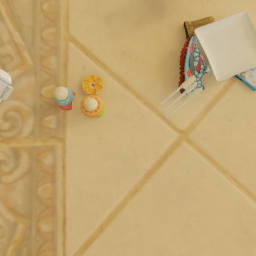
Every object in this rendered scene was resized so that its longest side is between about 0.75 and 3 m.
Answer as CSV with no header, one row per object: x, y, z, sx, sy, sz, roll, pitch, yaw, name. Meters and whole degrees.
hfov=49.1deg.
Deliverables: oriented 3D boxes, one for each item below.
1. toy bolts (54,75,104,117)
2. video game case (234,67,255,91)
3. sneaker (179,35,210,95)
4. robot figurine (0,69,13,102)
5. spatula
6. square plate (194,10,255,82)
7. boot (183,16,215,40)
-1.302,-0.948,7.522,1.336,0.927,1.276,5,82,1,toy bolts
3.337,-2.100,8.070,1.806,0.161,1.293,39,84,5,video game case
1.875,-1.733,7.847,0.800,0.664,1.675,4,91,-7,sneaker
-3.655,-1.139,7.692,0.968,0.645,1.142,26,83,0,robot figurine
1.352,-0.808,7.275,1.168,0.094,0.812,-40,39,23,spatula
2.908,-2.300,7.901,1.639,0.235,1.655,-21,83,-3,square plate
2.108,-2.846,8.117,0.861,0.285,0.754,-9,82,-2,boot
